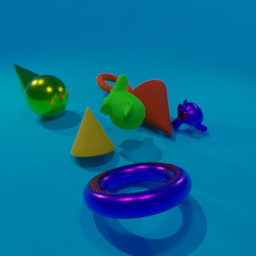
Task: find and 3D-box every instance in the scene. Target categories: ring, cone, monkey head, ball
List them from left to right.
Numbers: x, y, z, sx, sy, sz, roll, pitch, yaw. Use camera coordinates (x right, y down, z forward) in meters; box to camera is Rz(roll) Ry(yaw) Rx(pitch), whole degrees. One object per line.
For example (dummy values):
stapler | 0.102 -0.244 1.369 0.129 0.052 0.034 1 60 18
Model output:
cone | -3.668 -1.851 9.924 1.066 1.070 1.066 -29 27 17
ball | -2.475 -0.979 8.602 1.311 1.311 1.311 0 30 0
cone | -0.917 0.021 6.854 1.100 1.104 1.100 -5 11 1
ring | -0.506 -1.588 10.344 1.403 0.281 1.403 20 31 -12
monkey head | -0.016 -0.600 6.946 1.063 1.269 1.764 24 0 13
ring | 0.167 1.105 5.310 2.051 0.410 2.051 -8 9 1
cone | 0.849 -0.330 7.968 1.485 1.485 1.491 -16 54 -25
monkey head | 1.705 -0.298 8.046 0.728 0.869 1.209 1 49 -39
